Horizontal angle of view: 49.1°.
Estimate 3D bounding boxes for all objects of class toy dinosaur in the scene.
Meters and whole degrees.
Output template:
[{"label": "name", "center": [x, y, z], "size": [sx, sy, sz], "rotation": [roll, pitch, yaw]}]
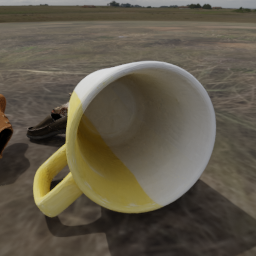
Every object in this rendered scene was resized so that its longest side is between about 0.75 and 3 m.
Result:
[{"label": "toy dinosaur", "center": [-1.565, -0.479, 8.018], "size": [1.080, 0.732, 0.464], "rotation": [28, 33, -5]}]

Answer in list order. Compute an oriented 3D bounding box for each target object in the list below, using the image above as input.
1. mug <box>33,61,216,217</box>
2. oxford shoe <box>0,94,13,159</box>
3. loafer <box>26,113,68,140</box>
[{"label": "mug", "center": [-0.338, -0.059, 4.822], "size": [2.781, 2.227, 2.283], "rotation": [-10, 20, -17]}, {"label": "oxford shoe", "center": [-2.766, -0.038, 5.948], "size": [0.725, 0.725, 2.033], "rotation": [-9, 47, -3]}, {"label": "loafer", "center": [-1.788, -0.109, 6.758], "size": [1.540, 0.549, 0.562], "rotation": [-12, 13, 16]}]
